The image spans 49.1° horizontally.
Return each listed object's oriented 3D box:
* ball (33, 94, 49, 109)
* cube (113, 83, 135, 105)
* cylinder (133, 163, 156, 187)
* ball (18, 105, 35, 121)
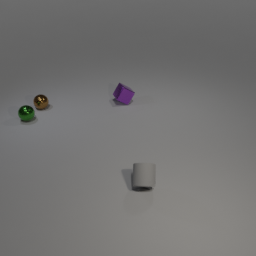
[{"bbox_3d":[-4.106,-1.238,13.225,0.700,0.700,0.700,0,32,0],"label":"ball"},{"bbox_3d":[-0.213,-1.673,13.667,0.700,0.700,0.700,22,18,-31],"label":"cube"},{"bbox_3d":[0.500,1.452,8.631,0.700,0.700,0.700,2,-12,0],"label":"cylinder"},{"bbox_3d":[-4.447,-0.651,12.263,0.700,0.700,0.700,0,32,0],"label":"ball"}]
